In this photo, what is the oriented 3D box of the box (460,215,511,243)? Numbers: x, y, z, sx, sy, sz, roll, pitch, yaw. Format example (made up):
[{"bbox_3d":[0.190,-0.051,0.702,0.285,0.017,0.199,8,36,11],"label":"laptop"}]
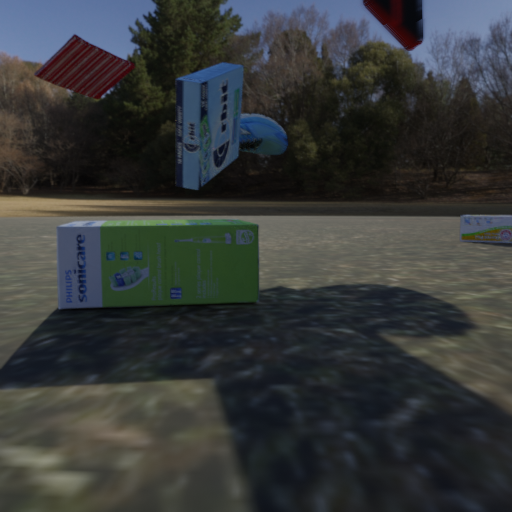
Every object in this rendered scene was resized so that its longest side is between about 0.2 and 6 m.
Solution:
[{"bbox_3d":[5.869,-0.683,14.077,1.312,0.665,0.738,3,6,30],"label":"box"}]

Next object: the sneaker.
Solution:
[{"bbox_3d":[-0.470,-2.314,11.483,2.379,1.070,0.932,5,-36,-18],"label":"sneaker"}]

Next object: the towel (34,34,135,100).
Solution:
[{"bbox_3d":[-3.011,-3.319,9.971,1.103,0.171,1.525,-32,-15,24],"label":"towel"}]

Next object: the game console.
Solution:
[{"bbox_3d":[1.279,-2.530,5.297,0.892,1.008,0.157,20,-26,-37],"label":"game console"}]

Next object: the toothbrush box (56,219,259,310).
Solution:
[{"bbox_3d":[-0.956,0.025,5.563,1.792,0.771,1.305,0,6,-12],"label":"toothbrush box"}]

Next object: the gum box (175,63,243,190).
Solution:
[{"bbox_3d":[-0.777,-2.277,9.612,0.452,1.724,2.029,12,28,14],"label":"gum box"}]
